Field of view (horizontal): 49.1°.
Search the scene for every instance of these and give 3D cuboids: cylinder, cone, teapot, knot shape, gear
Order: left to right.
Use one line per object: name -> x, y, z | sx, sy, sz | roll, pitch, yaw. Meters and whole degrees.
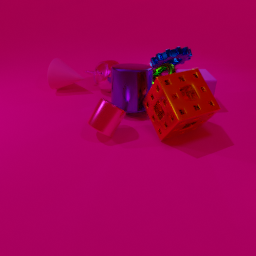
cone -> -2.168, -1.929, 10.487 | 1.202, 1.197, 1.197 | 12, 36, 13
teapot -> -0.854, -1.995, 10.510 | 0.949, 1.205, 1.938 | 8, 7, -44
cylinder -> -0.619, -0.308, 8.137 | 0.855, 0.855, 0.855 | 30, 4, -3
cylinder -> 0.127, -1.354, 9.279 | 1.366, 1.366, 1.366 | 1, 22, 0
knot shape -> 0.773, -1.904, 10.559 | 1.714, 0.846, 1.831 | -15, 17, -20
gear -> 1.790, -2.886, 11.689 | 1.723, 0.319, 1.723 | -13, -5, -1

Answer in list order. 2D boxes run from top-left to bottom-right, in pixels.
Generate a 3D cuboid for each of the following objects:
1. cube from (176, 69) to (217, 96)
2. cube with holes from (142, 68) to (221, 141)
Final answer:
cube -> 2.259, -1.329, 9.628 | 1.081, 1.081, 1.081 | -2, 32, -7
cube with holes -> 1.455, -0.651, 8.009 | 1.357, 1.357, 1.357 | -16, 71, -22
